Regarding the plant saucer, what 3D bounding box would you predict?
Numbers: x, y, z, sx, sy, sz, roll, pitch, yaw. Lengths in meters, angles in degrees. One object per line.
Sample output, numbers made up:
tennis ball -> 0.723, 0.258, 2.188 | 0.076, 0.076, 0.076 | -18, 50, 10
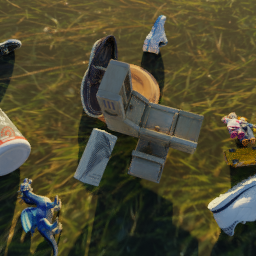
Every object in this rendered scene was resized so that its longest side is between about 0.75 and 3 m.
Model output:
plant saucer -> -0.197, -1.338, 10.326 | 2.733, 0.441, 2.733 | 0, 61, 0

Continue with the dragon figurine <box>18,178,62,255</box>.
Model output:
dragon figurine -> -2.546, 2.614, 7.924 | 1.220, 0.722, 2.454 | -8, 60, -5

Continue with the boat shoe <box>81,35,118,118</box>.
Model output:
boat shoe -> -0.898, -1.794, 9.360 | 1.027, 0.926, 2.857 | 15, 74, -18

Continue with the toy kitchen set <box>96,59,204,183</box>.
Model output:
toy kitchen set -> 0.608, 0.054, 8.098 | 2.913, 2.628, 2.377 | 16, 71, 10

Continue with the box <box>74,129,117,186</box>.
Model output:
box -> -0.774, 0.698, 6.748 | 0.437, 0.525, 1.277 | 14, 81, 45

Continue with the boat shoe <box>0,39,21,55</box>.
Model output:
boat shoe -> -5.001, -3.188, 11.372 | 1.373, 0.485, 0.437 | -15, 61, 0

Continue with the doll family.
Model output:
doll family -> 4.114, 0.052, 9.277 | 2.038, 0.918, 1.265 | 1, 41, 9

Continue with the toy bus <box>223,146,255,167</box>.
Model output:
toy bus -> 3.780, 0.921, 8.970 | 1.423, 0.557, 0.463 | -6, 62, -3

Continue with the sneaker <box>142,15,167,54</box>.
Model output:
sneaker -> 1.307, -3.823, 11.654 | 0.837, 0.724, 1.931 | 23, 71, 5

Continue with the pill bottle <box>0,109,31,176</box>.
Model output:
pill bottle -> -4.382, 0.170, 8.875 | 1.464, 1.464, 2.526 | -39, 68, -20

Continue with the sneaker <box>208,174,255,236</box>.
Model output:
sneaker -> 3.577, 2.099, 8.224 | 2.493, 0.952, 1.003 | -29, 77, -11
